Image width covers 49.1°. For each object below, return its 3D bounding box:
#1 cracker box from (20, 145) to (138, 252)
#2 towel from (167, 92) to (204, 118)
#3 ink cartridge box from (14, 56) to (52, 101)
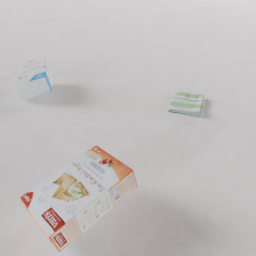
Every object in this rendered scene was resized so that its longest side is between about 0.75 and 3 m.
[{"bbox_3d":[-0.754,1.004,4.391,1.525,0.440,1.022,-36,40,-26],"label":"cracker box"},{"bbox_3d":[1.676,-0.722,7.981,0.927,0.191,1.243,10,34,14],"label":"towel"},{"bbox_3d":[-2.930,-1.596,8.776,0.947,0.558,1.644,-18,37,-3],"label":"ink cartridge box"}]
